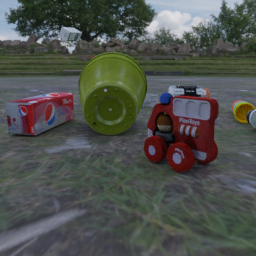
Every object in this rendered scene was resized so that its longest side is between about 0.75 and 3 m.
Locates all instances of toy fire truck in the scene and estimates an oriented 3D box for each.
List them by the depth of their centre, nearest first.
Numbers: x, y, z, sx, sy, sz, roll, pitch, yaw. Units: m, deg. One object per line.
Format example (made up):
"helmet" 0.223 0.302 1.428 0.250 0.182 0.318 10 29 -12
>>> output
"toy fire truck" 1.073 0.014 5.848 0.975 1.460 1.739 -10 16 -37

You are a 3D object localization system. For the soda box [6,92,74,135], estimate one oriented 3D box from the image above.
"soda box" -2.758 -0.549 9.306 0.911 1.006 2.873 3 13 13

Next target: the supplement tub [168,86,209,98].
"supplement tub" 2.795 -1.436 13.038 1.752 1.073 1.073 -1 13 0

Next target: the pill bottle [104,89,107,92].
"pill bottle" -1.893 -2.297 16.845 1.869 1.051 1.051 4 14 17

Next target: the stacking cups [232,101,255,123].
"stacking cups" 4.469 -0.705 10.898 0.737 0.737 2.436 4 10 18

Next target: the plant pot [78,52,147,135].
"plant pot" -0.527 -0.965 8.869 2.439 2.439 2.349 0 24 0

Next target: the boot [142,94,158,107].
"boot" 0.798 -1.394 13.789 1.370 0.655 0.504 0 13 0

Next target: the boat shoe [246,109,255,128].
"boat shoe" 4.380 -0.305 9.044 2.001 0.757 0.604 6 9 -33

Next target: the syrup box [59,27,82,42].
"syrup box" -1.917 -3.122 9.354 0.348 0.336 0.854 33 24 8
